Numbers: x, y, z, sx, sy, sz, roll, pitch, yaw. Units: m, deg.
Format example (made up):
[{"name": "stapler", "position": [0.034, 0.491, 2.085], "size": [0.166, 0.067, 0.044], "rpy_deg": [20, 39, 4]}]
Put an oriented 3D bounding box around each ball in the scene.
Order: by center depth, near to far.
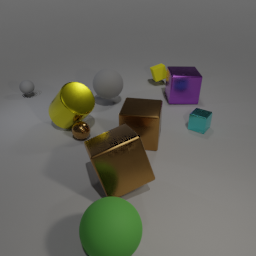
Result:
[{"name": "ball", "position": [-0.377, 2.244, 6.222], "size": [1.400, 1.400, 1.400], "rpy_deg": [0, 31, 0]}, {"name": "ball", "position": [-1.764, 0.088, 10.546], "size": [0.700, 0.700, 0.700], "rpy_deg": [0, 31, 0]}, {"name": "ball", "position": [-0.910, -2.019, 12.817], "size": [1.400, 1.400, 1.400], "rpy_deg": [0, 31, 0]}, {"name": "ball", "position": [-4.929, -1.999, 13.666], "size": [0.700, 0.700, 0.700], "rpy_deg": [0, 31, 0]}]

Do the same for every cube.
[{"name": "cube", "position": [-0.277, 0.903, 7.897], "size": [1.400, 1.400, 1.400], "rpy_deg": [-24, 20, -9]}, {"name": "cube", "position": [0.485, -0.169, 10.272], "size": [1.400, 1.400, 1.400], "rpy_deg": [5, 31, 9]}, {"name": "cube", "position": [2.873, -0.293, 11.166], "size": [0.700, 0.700, 0.700], "rpy_deg": [19, 35, 30]}, {"name": "cube", "position": [2.605, -2.056, 13.394], "size": [1.400, 1.400, 1.400], "rpy_deg": [0, 31, -2]}, {"name": "cube", "position": [1.662, -2.987, 15.064], "size": [0.700, 0.700, 0.700], "rpy_deg": [-20, 23, 0]}]

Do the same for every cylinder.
[{"name": "cylinder", "position": [-2.197, -0.853, 10.880], "size": [1.400, 1.400, 1.400], "rpy_deg": [16, 58, -28]}]
